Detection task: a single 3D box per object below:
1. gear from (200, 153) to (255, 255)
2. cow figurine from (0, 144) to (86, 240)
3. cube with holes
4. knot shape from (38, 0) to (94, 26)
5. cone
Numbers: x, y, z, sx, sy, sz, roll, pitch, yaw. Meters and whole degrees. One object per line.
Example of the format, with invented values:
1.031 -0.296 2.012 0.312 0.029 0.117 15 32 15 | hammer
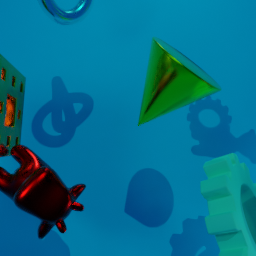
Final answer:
1.827 1.466 4.432 0.388 2.097 2.097 -24 69 31 | gear
-1.199 0.891 3.907 1.482 1.506 0.826 34 69 18 | cow figurine
-2.299 -0.281 3.915 1.288 1.288 1.288 4 86 -6 | cube with holes
-1.341 -2.684 5.065 0.829 1.680 1.795 -30 33 26 | knot shape
0.518 -0.496 4.317 1.254 1.254 1.259 43 113 12 | cone
